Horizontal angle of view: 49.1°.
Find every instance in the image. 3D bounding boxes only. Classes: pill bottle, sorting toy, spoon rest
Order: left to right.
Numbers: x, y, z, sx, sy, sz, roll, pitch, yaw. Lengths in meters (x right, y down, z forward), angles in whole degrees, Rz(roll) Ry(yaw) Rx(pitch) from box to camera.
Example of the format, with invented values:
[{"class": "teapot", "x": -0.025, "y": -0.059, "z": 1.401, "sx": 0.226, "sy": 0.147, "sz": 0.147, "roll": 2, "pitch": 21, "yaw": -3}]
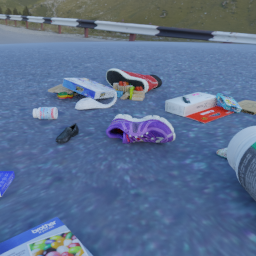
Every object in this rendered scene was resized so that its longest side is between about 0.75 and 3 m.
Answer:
[{"class": "pill bottle", "x": -3.260, "y": -0.581, "z": 11.056, "sx": 0.887, "sy": 0.482, "sz": 0.482, "roll": -1, "pitch": 22, "yaw": 0}, {"class": "sorting toy", "x": -3.181, "y": -1.885, "z": 14.404, "sx": 1.259, "sy": 0.442, "sz": 2.612, "roll": 6, "pitch": 23, "yaw": 15}, {"class": "spoon rest", "x": -1.407, "y": -1.112, "z": 12.503, "sx": 1.949, "sy": 0.591, "sz": 0.969, "roll": -14, "pitch": 21, "yaw": 1}, {"class": "pill bottle", "x": 3.156, "y": 1.005, "z": 5.641, "sx": 1.507, "sy": 1.507, "sz": 2.665, "roll": -3, "pitch": 21, "yaw": -7}]

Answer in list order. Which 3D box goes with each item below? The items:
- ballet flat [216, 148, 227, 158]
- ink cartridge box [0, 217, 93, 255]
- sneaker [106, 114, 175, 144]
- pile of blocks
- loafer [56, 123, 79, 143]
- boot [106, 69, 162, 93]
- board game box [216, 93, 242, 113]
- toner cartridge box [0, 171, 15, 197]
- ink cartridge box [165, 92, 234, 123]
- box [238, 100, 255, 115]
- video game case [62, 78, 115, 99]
[{"class": "ballet flat", "x": 2.999, "y": 0.733, "z": 7.928, "sx": 0.395, "sy": 0.334, "sz": 1.045, "roll": -20, "pitch": 29, "yaw": -37}, {"class": "ink cartridge box", "x": -1.297, "y": 2.144, "z": 4.242, "sx": 1.329, "sy": 0.467, "sz": 2.227, "roll": -17, "pitch": 25, "yaw": -37}, {"class": "sneaker", "x": 0.351, "y": 0.208, "z": 8.884, "sx": 2.375, "sy": 0.958, "sz": 0.991, "roll": 4, "pitch": 35, "yaw": 33}, {"class": "pile of blocks", "x": -0.172, "y": -1.929, "z": 14.140, "sx": 2.321, "sy": 0.721, "sz": 0.953, "roll": 14, "pitch": 25, "yaw": 32}, {"class": "loafer", "x": -2.015, "y": 0.166, "z": 9.262, "sx": 0.389, "sy": 0.402, "sz": 1.146, "roll": 8, "pitch": 23, "yaw": 20}, {"class": "boot", "x": 0.368, "y": -2.750, "z": 15.889, "sx": 2.917, "sy": 1.056, "sz": 2.104, "roll": 24, "pitch": 30, "yaw": 30}, {"class": "board game box", "x": 4.301, "y": -1.080, "z": 11.982, "sx": 0.759, "sy": 0.236, "sz": 1.006, "roll": 13, "pitch": 33, "yaw": -17}, {"class": "toner cartridge box", "x": -3.048, "y": 1.315, "z": 6.651, "sx": 0.405, "sy": 0.184, "sz": 0.852, "roll": -1, "pitch": 21, "yaw": 0}, {"class": "ink cartridge box", "x": 3.112, "y": -0.935, "z": 11.924, "sx": 2.367, "sy": 0.515, "sz": 2.054, "roll": -17, "pitch": 26, "yaw": -36}, {"class": "box", "x": 5.383, "y": -0.946, "z": 12.402, "sx": 1.484, "sy": 0.158, "sz": 1.213, "roll": -18, "pitch": 27, "yaw": -36}, {"class": "video game case", "x": -1.889, "y": -1.956, "z": 13.712, "sx": 1.946, "sy": 0.442, "sz": 1.764, "roll": 25, "pitch": 21, "yaw": 22}]
